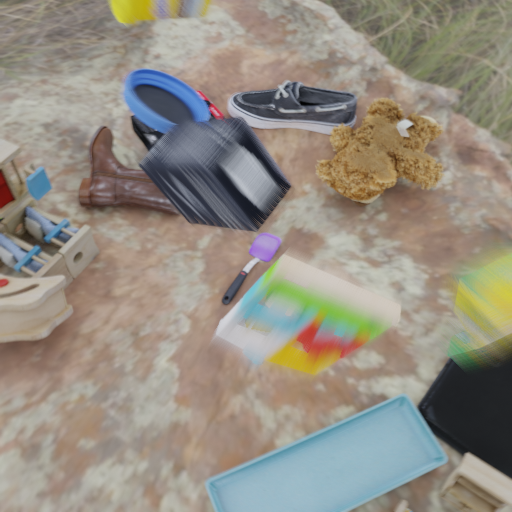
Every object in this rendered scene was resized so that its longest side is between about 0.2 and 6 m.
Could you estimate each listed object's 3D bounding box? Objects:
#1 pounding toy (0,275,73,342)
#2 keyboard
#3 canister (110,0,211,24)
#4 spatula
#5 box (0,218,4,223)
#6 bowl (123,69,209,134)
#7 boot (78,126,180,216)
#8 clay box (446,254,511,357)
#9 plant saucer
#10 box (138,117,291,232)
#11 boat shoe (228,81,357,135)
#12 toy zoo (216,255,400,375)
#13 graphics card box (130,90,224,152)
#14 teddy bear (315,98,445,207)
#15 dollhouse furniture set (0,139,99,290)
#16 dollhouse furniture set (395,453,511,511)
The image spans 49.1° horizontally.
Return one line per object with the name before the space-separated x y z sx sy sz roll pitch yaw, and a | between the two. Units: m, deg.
pounding toy | -4.022 0.998 8.784 2.252 1.292 1.287 -4 26 0
keyboard | 5.035 2.711 7.594 5.122 1.015 2.666 35 83 22
canister | -1.493 -4.418 9.142 1.542 1.145 0.667 -18 65 -31
spatula | -0.133 0.216 9.691 0.458 0.166 1.619 25 57 19
box | -5.643 -0.922 9.476 2.079 1.292 1.544 -2 17 -2
bowl | -1.270 -2.145 7.886 1.246 0.245 1.246 22 40 -20
boot | -2.191 -1.660 10.792 2.080 0.668 1.939 2 66 6
clay box | 2.959 0.246 5.735 2.377 1.366 0.566 -26 66 6
plant saucer | 0.957 2.936 7.553 3.134 0.297 1.096 -20 55 -13
box | -0.420 -0.780 5.430 1.198 0.887 0.625 12 59 49
boat shoe | 0.749 -3.244 11.836 2.756 0.934 0.988 12 54 9
toy zoo | 0.310 0.581 4.553 0.995 1.516 0.155 23 54 -12
graphics card box | -1.655 -2.802 11.817 1.709 0.435 1.072 -27 58 -21
teddy bear | 2.461 -2.001 10.977 2.380 1.096 3.282 16 46 3
dollhouse furniture set | -3.760 -0.464 9.024 1.436 2.037 1.427 25 57 18
dollhouse furniture set | 2.388 3.370 6.722 1.394 1.057 1.591 30 58 21
